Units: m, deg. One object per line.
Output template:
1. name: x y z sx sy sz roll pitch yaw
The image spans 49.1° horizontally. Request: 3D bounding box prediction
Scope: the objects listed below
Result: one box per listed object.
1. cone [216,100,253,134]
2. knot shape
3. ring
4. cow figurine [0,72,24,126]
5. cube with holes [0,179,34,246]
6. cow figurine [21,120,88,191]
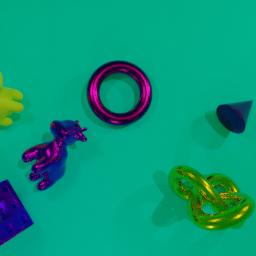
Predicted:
1. cone: 2.871 -0.464 7.067 0.886 0.883 0.883 -36 84 -15
2. knot shape: 1.793 1.523 6.400 1.956 2.091 0.966 26 99 25
3. ring: -0.210 -0.895 7.176 1.705 0.341 1.705 0 86 -7
4. cow figurine: -3.171 -0.704 6.542 1.388 1.365 0.762 -41 49 29
5. cube with holes: -3.196 2.132 6.262 1.229 1.229 1.229 -36 84 26
6. cow figurine: -1.679 0.581 6.707 1.572 1.597 0.877 -32 55 -30
